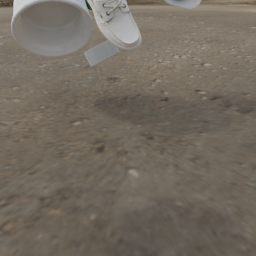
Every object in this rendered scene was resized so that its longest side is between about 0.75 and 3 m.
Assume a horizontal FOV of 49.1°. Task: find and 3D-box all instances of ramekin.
[{"bbox_3d":[-2.425,-3.536,8.959,2.501,2.501,1.219,-8,68,-14],"label":"ramekin"}]

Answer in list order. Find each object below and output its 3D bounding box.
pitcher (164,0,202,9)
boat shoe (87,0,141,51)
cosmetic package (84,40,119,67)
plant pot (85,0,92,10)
[{"bbox_3d":[1.249,-4.386,8.268,1.719,1.214,2.003,5,50,-4],"label":"pitcher"},{"bbox_3d":[-0.464,-2.996,6.806,0.853,2.410,0.835,-33,-4,-12],"label":"boat shoe"},{"bbox_3d":[-0.785,-2.255,8.383,0.945,0.479,0.337,-28,14,-6],"label":"cosmetic package"},{"bbox_3d":[-1.130,-4.670,9.578,1.076,1.341,1.341,5,26,36],"label":"plant pot"}]
